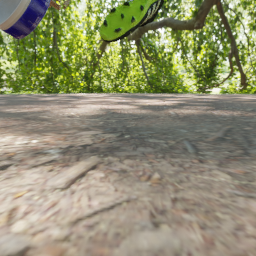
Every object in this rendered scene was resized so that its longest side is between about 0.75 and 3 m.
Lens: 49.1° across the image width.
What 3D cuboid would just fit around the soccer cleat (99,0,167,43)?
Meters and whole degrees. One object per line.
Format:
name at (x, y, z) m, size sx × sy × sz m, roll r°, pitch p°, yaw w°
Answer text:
soccer cleat at (0.322, -3.446, 8.506) m, size 1.006 × 2.978 × 1.207 m, roll 37°, pitch -16°, yaw 18°

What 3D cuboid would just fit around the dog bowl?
dog bowl at (-3.039, -3.487, 7.982) m, size 1.799 × 1.799 × 0.709 m, roll 7°, pitch -15°, yaw 41°

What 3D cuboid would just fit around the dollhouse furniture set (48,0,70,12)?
dollhouse furniture set at (-2.353, -4.325, 9.658) m, size 0.688 × 0.394 × 0.806 m, roll 32°, pitch -17°, yaw -13°
